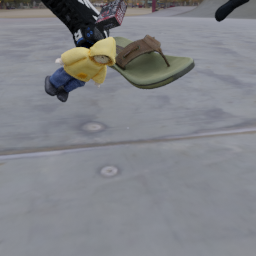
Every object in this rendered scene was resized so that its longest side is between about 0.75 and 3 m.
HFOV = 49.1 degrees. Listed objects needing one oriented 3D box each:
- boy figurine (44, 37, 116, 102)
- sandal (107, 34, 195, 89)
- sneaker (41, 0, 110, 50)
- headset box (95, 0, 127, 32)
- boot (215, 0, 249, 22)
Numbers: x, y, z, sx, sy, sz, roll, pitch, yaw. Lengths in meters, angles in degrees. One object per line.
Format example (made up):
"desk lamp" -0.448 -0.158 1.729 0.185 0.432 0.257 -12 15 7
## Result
"boy figurine" -0.592 -0.799 3.881 1.213 0.754 0.391 -25 51 30
"sandal" 0.184 -1.649 6.256 1.135 0.816 2.859 -38 45 -20
"sneaker" -1.592 -3.234 8.216 2.851 1.042 1.595 29 43 -38
"headset box" -0.468 -3.079 7.713 0.669 0.337 0.899 -6 54 31
"boot" 2.513 -2.936 6.675 0.796 0.304 0.668 -44 13 -10
